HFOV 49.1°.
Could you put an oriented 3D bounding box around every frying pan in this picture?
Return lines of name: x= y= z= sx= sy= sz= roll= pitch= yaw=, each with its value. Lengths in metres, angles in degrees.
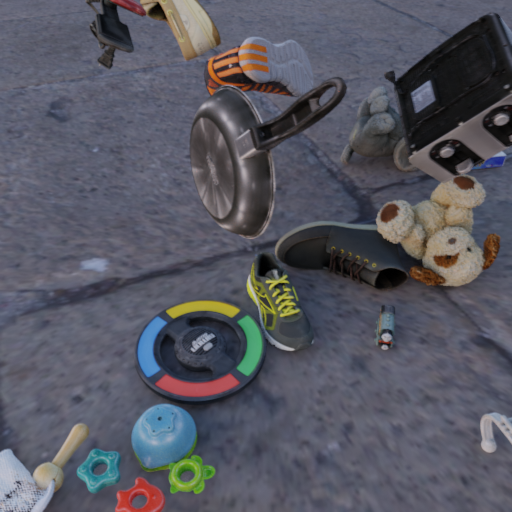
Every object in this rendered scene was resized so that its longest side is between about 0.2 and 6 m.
frying pan: x=-0.067 y=-1.251 z=8.220 sx=0.657 sy=2.443 sz=4.038 roll=-15 pitch=20 yaw=-25

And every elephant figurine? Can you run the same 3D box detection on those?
elephant figurine: x=3.343 y=-2.685 z=12.522 sx=2.208 sy=1.713 sz=1.562 roll=18 pitch=74 yaw=-17

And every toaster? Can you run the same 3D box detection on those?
toaster: x=3.177 y=-2.381 z=8.505 sx=1.240 sy=1.890 sz=2.090 roll=26 pitch=48 yaw=-35

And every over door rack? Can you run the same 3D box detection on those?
over door rack: x=4.390 y=2.723 z=6.120 sx=2.384 sy=1.075 sz=3.226 roll=-9 pitch=20 yaw=-11

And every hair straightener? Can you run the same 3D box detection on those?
hair straightener: x=-2.104 y=-3.137 z=7.660 sx=0.539 sy=1.013 sz=2.633 roll=12 pitch=23 yaw=-32

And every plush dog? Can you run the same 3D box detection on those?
plush dog: x=3.240 y=-0.218 z=9.823 sx=1.950 sy=1.564 sz=1.675 roll=-22 pitch=61 yaw=0

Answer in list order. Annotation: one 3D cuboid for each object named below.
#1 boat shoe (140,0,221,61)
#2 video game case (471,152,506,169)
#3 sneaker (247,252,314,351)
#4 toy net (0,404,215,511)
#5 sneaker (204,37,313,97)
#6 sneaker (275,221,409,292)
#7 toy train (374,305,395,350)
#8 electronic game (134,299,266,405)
boat shoe: x=-1.762 y=-4.891 z=10.647 sx=0.889 sy=0.991 sz=2.677 roll=-37 pitch=79 yaw=0
video game case: x=4.771 y=-2.455 z=12.973 sx=1.440 sy=0.327 sz=1.306 roll=-6 pitch=41 yaw=-7
sneaker: x=0.313 y=0.692 z=8.911 sx=0.715 sy=0.812 sz=1.920 roll=-17 pitch=43 yaw=-18
toy net: x=-2.025 y=2.750 z=6.759 sx=2.892 sy=0.559 sz=1.517 roll=-16 pitch=46 yaw=-16
sneaker: x=-0.024 y=-3.437 z=10.487 sx=1.439 sy=0.996 sz=2.569 roll=-3 pitch=2 yaw=35
sneaker: x=1.486 y=0.038 z=9.658 sx=2.203 sy=0.824 sz=1.170 roll=-5 pitch=39 yaw=-8
toy train: x=2.025 y=1.106 z=8.732 sx=0.310 sy=0.414 sz=0.727 roll=8 pitch=41 yaw=10
electronic game: x=-0.835 y=1.378 z=8.414 sx=1.979 sy=0.412 sz=1.979 roll=0 pitch=40 yaw=0
